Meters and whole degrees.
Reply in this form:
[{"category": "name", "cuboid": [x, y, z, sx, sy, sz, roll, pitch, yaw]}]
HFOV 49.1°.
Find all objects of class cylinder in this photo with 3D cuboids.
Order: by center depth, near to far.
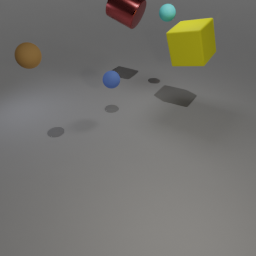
[{"category": "cylinder", "cuboid": [-0.087, -5.514, 12.860, 1.400, 1.400, 1.400, 31, 39, 7]}]

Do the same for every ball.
[{"category": "ball", "cuboid": [-2.717, -1.970, 7.630, 0.700, 0.700, 0.700, 0, 33, 0]}, {"category": "ball", "cuboid": [-0.662, -1.924, 11.152, 0.700, 0.700, 0.700, 0, 33, 0]}, {"category": "ball", "cuboid": [1.660, -4.857, 11.816, 0.700, 0.700, 0.700, 0, 33, 0]}]

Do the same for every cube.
[{"category": "cube", "cuboid": [2.535, -3.375, 11.101, 1.400, 1.400, 1.400, 8, 40, 35]}]
